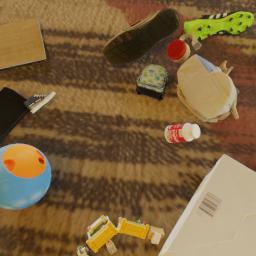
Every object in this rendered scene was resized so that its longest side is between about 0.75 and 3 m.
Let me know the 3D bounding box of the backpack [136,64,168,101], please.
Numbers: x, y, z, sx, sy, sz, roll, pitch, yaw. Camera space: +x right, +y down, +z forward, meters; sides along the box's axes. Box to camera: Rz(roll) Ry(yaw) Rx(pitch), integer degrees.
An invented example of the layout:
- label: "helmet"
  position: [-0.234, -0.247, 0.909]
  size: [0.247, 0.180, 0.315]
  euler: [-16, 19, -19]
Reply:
- label: "backpack"
  position: [0.855, -1.651, 9.455]
  size: [1.000, 0.803, 1.093]
  euler: [17, 59, 5]

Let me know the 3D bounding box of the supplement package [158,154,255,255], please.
- label: "supplement package"
  position: [2.432, 2.518, 6.810]
  size: [2.183, 1.554, 2.803]
  euler: [32, 66, 15]

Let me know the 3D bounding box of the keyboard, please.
- label: "keyboard"
  position: [-4.551, -0.097, 8.933]
  size: [1.513, 0.576, 2.907]
  euler: [40, 66, -6]

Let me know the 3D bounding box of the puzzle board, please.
- label: "puzzle board"
  position: [-4.639, -3.065, 10.527]
  size: [2.831, 0.246, 2.134]
  euler: [-15, 64, -7]

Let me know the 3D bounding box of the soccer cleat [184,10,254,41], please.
- label: "soccer cleat"
  position: [3.455, -4.033, 10.697]
  size: [2.729, 0.921, 1.106]
  euler: [-14, 44, -11]

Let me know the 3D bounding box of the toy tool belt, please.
- label: "toy tool belt"
  position: [2.485, -1.524, 9.118]
  size: [1.808, 1.780, 2.896]
  euler: [-42, 60, 27]

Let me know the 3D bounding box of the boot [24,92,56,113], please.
- label: "boot"
  position: [-2.915, -0.976, 9.259]
  size: [1.016, 0.370, 0.459]
  euler: [-44, 100, -20]

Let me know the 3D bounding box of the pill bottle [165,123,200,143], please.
- label: "pill bottle"
  position: [1.611, 0.144, 8.297]
  size: [0.960, 0.539, 0.539]
  euler: [-10, 51, 45]

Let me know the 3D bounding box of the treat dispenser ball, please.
- label: "treat dispenser ball"
  position: [-2.908, 1.265, 7.393]
  size: [1.704, 1.704, 1.704]
  euler: [0, 62, 0]

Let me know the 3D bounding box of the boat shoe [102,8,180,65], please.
- label: "boat shoe"
  position: [0.440, -3.228, 9.907]
  size: [2.891, 1.094, 1.068]
  euler: [-27, 29, 3]

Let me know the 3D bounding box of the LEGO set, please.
- label: "LEGO set"
  position: [-0.260, 2.714, 7.333]
  size: [2.269, 0.844, 1.044]
  euler: [-16, 98, -14]
